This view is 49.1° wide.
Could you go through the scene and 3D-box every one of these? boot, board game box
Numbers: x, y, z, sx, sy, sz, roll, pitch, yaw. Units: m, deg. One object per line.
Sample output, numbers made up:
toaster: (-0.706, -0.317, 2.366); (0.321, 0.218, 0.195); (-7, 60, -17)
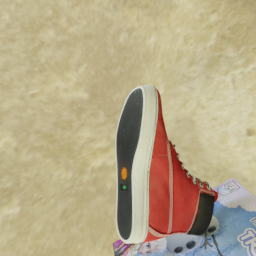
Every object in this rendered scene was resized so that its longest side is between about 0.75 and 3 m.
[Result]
boot: (0.655, 0.503, 4.164); (1.570, 0.788, 2.177); (4, 84, -26)
board game box: (1.139, 2.053, 3.962); (2.539, 2.552, 0.553); (-27, 110, -2)
